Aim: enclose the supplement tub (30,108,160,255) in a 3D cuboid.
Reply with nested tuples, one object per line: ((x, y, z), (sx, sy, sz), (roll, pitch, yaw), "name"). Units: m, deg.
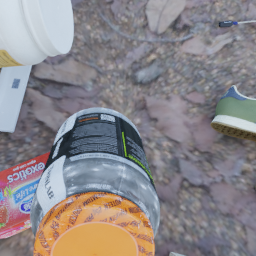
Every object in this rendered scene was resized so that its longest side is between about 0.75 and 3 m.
((-0.424, 0.782, 3.892), (1.535, 2.506, 1.535), (-2, 112, -4), "supplement tub")

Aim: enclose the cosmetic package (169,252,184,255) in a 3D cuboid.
((2.017, 3.201, 5.273), (2.563, 1.348, 0.911), (13, 72, 6), "cosmetic package")

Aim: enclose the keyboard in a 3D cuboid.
((-3.086, -1.184, 7.477), (0.756, 0.143, 2.687), (8, 71, -3), "keyboard")

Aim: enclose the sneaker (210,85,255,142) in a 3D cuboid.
((3.497, -0.222, 6.666), (2.781, 0.933, 1.249), (17, 76, 9), "sneaker")

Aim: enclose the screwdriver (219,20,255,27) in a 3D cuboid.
((3.267, -3.031, 8.074), (1.291, 0.180, 0.188), (-3, 42, 2), "screwdriver")

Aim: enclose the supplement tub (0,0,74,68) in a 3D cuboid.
((-2.481, -2.022, 5.021), (2.598, 1.879, 1.879), (-3, 70, 8), "supplement tub")

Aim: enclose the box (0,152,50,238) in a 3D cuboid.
((-1.879, 1.351, 5.984), (2.403, 1.198, 1.147), (-22, 72, -8), "box")
